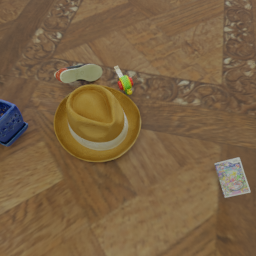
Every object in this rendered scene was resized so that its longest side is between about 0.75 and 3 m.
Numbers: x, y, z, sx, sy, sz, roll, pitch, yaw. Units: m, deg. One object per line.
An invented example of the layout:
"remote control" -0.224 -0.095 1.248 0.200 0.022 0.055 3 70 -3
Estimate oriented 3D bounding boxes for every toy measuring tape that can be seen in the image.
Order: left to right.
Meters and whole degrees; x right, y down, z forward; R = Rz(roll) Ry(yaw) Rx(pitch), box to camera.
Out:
"toy measuring tape" -0.183 -1.721 9.544 0.533 0.533 1.450 -18 60 -11

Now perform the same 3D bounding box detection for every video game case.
"video game case" 2.844 1.353 7.658 0.687 0.086 0.959 -19 75 22

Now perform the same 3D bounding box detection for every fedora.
"fedora" -0.986 -0.408 8.443 2.869 1.170 2.869 -2 62 3

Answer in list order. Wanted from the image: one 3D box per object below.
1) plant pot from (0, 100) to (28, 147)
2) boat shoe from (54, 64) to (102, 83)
"plant pot" -3.721 -0.105 8.347 1.077 0.969 1.077 17 57 36
"boat shoe" -1.695 -1.910 9.761 1.721 0.612 0.538 -19 27 -36
